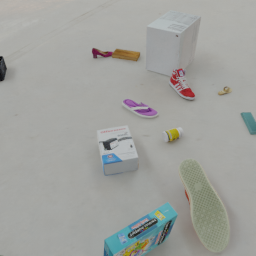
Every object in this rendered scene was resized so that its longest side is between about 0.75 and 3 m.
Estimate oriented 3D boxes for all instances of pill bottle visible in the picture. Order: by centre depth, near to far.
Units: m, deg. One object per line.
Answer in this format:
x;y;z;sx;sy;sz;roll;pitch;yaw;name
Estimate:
1.790;0.257;11.169;0.795;0.455;0.455;-17;44;-18;pill bottle

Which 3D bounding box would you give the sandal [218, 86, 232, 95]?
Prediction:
4.799;-1.880;13.683;0.924;0.304;0.339;-22;46;-23;sandal

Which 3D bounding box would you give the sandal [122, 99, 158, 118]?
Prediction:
0.489;-0.944;12.504;1.811;0.445;0.737;23;47;23;sandal

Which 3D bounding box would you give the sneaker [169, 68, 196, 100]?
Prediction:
2.658;-2.178;13.445;0.650;1.026;1.824;-16;45;-27;sneaker

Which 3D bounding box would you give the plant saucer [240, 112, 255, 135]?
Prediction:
5.254;-0.226;11.966;0.486;0.132;1.389;0;43;0;plant saucer

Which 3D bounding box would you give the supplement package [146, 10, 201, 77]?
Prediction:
2.385;-4.519;14.986;1.914;2.489;2.602;22;46;24;supplement package

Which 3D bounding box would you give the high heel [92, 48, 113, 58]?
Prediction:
-1.459;-4.453;16.339;1.291;0.621;0.435;-16;44;-17;high heel

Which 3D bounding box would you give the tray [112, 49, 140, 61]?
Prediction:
-0.105;-4.300;16.436;1.506;0.279;0.743;11;43;14;tray

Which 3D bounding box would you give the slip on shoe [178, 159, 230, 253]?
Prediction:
2.294;2.305;8.563;1.051;0.868;2.838;-20;55;5;slip on shoe

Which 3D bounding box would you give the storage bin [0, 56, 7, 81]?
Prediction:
-7.074;-3.100;14.759;1.028;0.713;1.520;-8;43;-9;storage bin

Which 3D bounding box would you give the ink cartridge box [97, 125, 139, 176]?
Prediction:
-0.410;0.788;10.342;1.256;0.725;1.732;-10;43;-8;ink cartridge box

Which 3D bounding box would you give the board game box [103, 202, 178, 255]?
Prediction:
0.304;2.914;7.306;1.945;1.468;0.456;-22;51;-26;board game box
